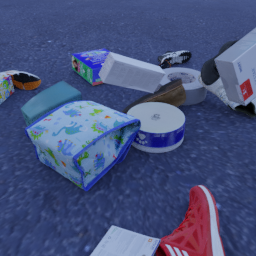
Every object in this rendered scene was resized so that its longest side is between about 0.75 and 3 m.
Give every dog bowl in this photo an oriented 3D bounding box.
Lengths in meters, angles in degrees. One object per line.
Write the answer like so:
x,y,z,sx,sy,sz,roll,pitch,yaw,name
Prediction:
1.002,-0.079,10.351,2.179,0.858,2.179,0,34,0,dog bowl

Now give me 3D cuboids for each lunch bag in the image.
-1.326,0.228,9.062,2.425,1.817,2.852,24,50,31,lunch bag

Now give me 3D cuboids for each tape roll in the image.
2.480,-2.011,13.227,2.498,0.825,2.498,0,34,0,tape roll

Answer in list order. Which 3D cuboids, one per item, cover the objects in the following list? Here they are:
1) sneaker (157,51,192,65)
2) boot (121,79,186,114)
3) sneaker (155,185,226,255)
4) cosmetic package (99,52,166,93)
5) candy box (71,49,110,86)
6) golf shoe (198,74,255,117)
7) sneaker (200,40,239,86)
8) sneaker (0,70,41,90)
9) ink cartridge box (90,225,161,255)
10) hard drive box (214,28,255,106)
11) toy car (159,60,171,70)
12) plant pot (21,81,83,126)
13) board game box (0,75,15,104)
2.708,-4.222,16.550,2.275,0.756,1.029,-20,42,-24,sneaker
1.124,-0.978,11.642,2.827,1.067,1.041,-25,17,-2,boot
1.362,2.356,6.684,1.460,0.990,2.528,2,33,1,sneaker
0.122,-1.316,6.790,1.545,0.638,0.391,6,41,-37,cosmetic package
-1.551,-3.358,15.076,2.145,0.977,2.537,-19,37,-28,candy box
4.241,-1.458,11.564,2.924,1.145,1.421,25,45,-2,golf shoe
3.261,-2.321,9.652,0.753,1.982,0.900,38,-4,-8,sneaker
-5.429,-2.533,13.992,2.416,0.915,1.111,6,31,7,sneaker
-0.131,2.895,6.189,1.397,0.284,1.394,3,31,34,ink cartridge box
3.293,-1.672,7.358,1.748,1.362,0.671,-38,31,-9,hard drive box
2.367,-2.960,15.159,1.744,0.856,0.580,33,-1,16,toy car
-2.878,-0.616,10.755,2.014,1.422,1.423,-31,44,-28,plant pot
-6.036,-1.682,12.689,0.871,0.887,1.691,6,35,8,board game box
